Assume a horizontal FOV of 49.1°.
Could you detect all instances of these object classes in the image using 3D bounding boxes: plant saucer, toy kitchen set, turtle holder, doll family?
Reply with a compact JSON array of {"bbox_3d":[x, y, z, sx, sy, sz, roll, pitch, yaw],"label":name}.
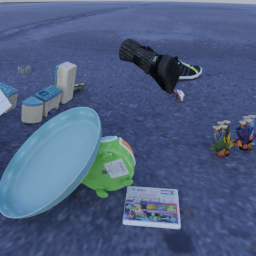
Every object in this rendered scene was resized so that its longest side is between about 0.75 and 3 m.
[{"bbox_3d":[-1.753,0.742,6.475,2.990,0.410,2.990,-25,38,21],"label":"plant saucer"},{"bbox_3d":[-3.478,-1.613,10.248,2.056,1.512,2.567,24,34,10],"label":"toy kitchen set"},{"bbox_3d":[-0.591,0.905,6.817,1.278,1.683,1.195,35,29,-14],"label":"turtle holder"},{"bbox_3d":[2.978,0.305,7.749,1.850,1.069,0.726,-11,15,-10],"label":"doll family"}]

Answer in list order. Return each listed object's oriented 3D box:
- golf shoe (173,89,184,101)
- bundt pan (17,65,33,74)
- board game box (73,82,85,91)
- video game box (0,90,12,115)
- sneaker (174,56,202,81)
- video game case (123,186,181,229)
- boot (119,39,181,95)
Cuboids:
[{"bbox_3d":[2.127,-1.361,11.455,0.425,0.335,0.923,-3,30,-5],"label":"golf shoe"},{"bbox_3d":[-5.333,-3.048,14.437,0.770,0.289,0.770,0,31,0],"label":"bundt pan"},{"bbox_3d":[-2.427,-1.701,11.925,1.144,0.134,0.599,-14,-8,-22],"label":"board game box"},{"bbox_3d":[-4.818,0.247,7.172,2.866,0.671,2.611,-21,26,22],"label":"video game box"},{"bbox_3d":[2.481,-2.846,13.276,2.612,1.082,0.937,-15,33,-24],"label":"sneaker"},{"bbox_3d":[0.534,1.747,6.264,1.203,0.138,1.096,4,30,4],"label":"video game case"},{"bbox_3d":[0.800,-2.091,9.548,1.772,0.892,2.370,26,-7,22],"label":"boot"}]
